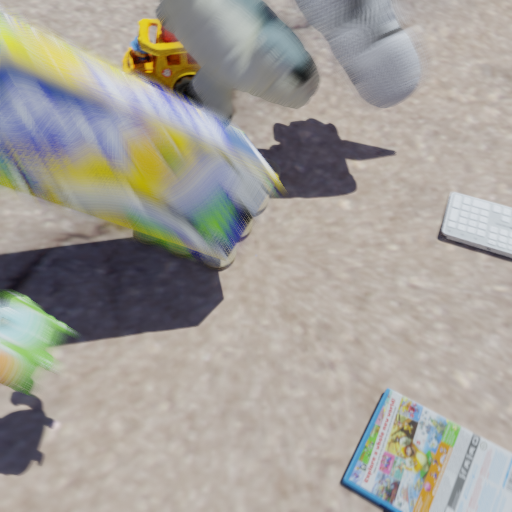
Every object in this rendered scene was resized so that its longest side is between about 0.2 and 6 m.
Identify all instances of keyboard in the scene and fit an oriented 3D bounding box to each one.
[{"bbox_3d":[5.118,-0.185,9.468,3.820,0.204,1.075,18,59,11],"label":"keyboard"}]

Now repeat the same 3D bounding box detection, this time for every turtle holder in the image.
[{"bbox_3d":[-2.602,0.876,6.135,0.791,0.847,1.115,29,54,-22],"label":"turtle holder"}]

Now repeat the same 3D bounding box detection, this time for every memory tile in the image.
[{"bbox_3d":[-0.819,-0.990,9.972,1.938,0.212,2.528,21,60,13],"label":"memory tile"}]

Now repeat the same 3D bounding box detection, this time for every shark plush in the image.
[{"bbox_3d":[-0.716,-3.857,8.376,4.389,1.994,1.828,42,53,-13],"label":"shark plush"}]

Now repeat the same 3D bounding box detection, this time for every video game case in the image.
[{"bbox_3d":[2.408,2.907,7.508,2.070,0.184,1.481,27,62,16],"label":"video game case"}]

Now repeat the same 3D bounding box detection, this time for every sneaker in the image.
[{"bbox_3d":[1.310,-3.930,8.456,1.254,3.338,1.918,-29,40,17],"label":"sneaker"}]

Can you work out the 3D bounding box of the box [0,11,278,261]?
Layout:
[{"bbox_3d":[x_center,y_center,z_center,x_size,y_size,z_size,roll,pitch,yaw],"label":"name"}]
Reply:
[{"bbox_3d":[-2.093,-1.522,6.792,4.599,1.478,1.611,20,24,-33],"label":"box"}]

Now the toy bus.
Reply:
[{"bbox_3d":[-1.756,-4.024,10.926,1.977,1.897,1.341,-6,59,-2],"label":"toy bus"}]
